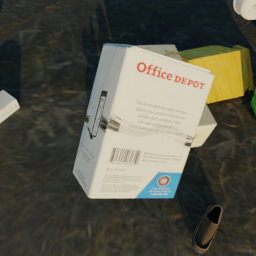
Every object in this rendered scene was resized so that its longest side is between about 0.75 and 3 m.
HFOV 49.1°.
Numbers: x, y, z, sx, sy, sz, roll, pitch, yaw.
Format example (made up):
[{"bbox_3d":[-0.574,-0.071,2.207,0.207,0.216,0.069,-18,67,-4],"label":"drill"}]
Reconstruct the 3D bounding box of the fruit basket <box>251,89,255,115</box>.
[{"bbox_3d":[4.344,-0.741,7.186,1.529,2.120,2.120,-11,58,-7],"label":"fruit basket"}]

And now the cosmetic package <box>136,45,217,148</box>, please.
[{"bbox_3d":[0.987,-0.898,7.715,1.545,1.091,2.985,-8,58,-17],"label":"cosmetic package"}]

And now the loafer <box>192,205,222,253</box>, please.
[{"bbox_3d":[1.766,2.177,6.231,0.432,0.420,1.183,24,60,15],"label":"loafer"}]

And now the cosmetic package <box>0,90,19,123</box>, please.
[{"bbox_3d":[-3.772,-0.477,7.949,0.601,0.437,1.181,32,61,19],"label":"cosmetic package"}]

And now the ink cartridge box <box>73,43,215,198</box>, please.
[{"bbox_3d":[0.183,-0.049,3.985,1.425,1.952,0.823,9,13,-30],"label":"ink cartridge box"}]

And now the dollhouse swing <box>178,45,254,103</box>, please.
[{"bbox_3d":[2.548,-1.762,8.841,1.881,1.654,1.710,-13,99,-9],"label":"dollhouse swing"}]

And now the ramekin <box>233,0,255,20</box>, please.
[{"bbox_3d":[3.211,-3.212,7.055,1.000,1.000,0.466,-7,55,-5],"label":"ramekin"}]
